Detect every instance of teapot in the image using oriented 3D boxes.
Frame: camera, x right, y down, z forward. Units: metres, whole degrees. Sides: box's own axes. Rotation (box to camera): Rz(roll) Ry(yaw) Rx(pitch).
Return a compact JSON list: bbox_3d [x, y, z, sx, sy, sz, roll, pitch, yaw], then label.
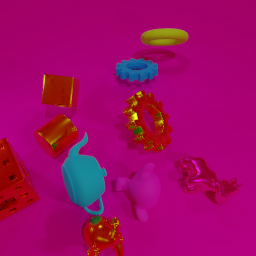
[{"bbox_3d":[-1.036,1.164,6.874,1.007,1.279,2.057,-16,91,-23],"label":"teapot"}]

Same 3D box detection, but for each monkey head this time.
[{"bbox_3d":[0.247,1.455,6.731,1.035,1.438,0.867,5,8,-13],"label":"monkey head"},{"bbox_3d":[-0.517,2.394,6.032,0.813,0.970,1.349,-13,14,1],"label":"monkey head"}]

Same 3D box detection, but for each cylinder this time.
[{"bbox_3d":[-2.032,0.210,7.971,0.910,0.910,0.910,33,57,25],"label":"cylinder"}]

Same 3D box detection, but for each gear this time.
[{"bbox_3d":[0.607,-0.195,7.938,0.324,1.751,1.751,-25,37,38],"label":"gear"},{"bbox_3d":[0.316,-2.109,10.077,1.484,0.274,1.484,0,34,0],"label":"gear"}]

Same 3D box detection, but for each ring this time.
[{"bbox_3d":[1.301,-3.233,10.057,1.686,0.337,1.686,0,7,0],"label":"ring"}]

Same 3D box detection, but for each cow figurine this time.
[{"bbox_3d":[2.108,1.295,7.230,1.374,0.766,1.396,-6,47,-1],"label":"cow figurine"}]

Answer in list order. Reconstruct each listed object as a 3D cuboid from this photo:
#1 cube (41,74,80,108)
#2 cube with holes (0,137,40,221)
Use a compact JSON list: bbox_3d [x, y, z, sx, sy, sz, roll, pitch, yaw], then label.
[{"bbox_3d":[-1.953,-1.082,8.229,0.856,0.856,0.856,8,6,1],"label":"cube"},{"bbox_3d":[-3.103,1.297,6.694,1.277,1.277,1.277,-28,61,-17],"label":"cube with holes"}]
